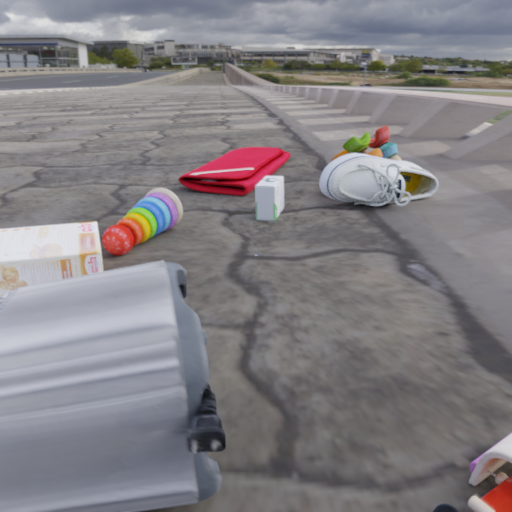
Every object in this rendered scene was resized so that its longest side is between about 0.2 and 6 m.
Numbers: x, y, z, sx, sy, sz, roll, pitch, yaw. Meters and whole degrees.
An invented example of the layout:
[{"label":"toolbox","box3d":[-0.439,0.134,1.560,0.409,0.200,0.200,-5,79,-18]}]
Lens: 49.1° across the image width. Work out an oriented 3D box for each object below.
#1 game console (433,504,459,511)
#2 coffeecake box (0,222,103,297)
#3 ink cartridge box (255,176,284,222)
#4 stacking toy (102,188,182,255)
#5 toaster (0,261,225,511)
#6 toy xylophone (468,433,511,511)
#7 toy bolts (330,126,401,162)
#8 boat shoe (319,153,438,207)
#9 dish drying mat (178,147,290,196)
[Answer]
[{"label":"game console","box3d":[0.949,1.960,2.754,0.950,0.659,1.114,-10,22,-27]},{"label":"coffeecake box","box3d":[-3.055,0.092,7.678,1.815,0.663,1.393,-6,21,-16]},{"label":"ink cartridge box","box3d":[0.272,-1.131,10.911,0.396,0.688,0.943,3,20,13]},{"label":"stacking toy","box3d":[-1.930,-0.522,9.378,0.760,0.760,1.781,7,27,17]},{"label":"toaster","box3d":[-1.201,0.982,4.219,1.642,1.444,2.542,-8,18,-10]},{"label":"toy xylophone","box3d":[2.263,1.730,3.498,1.549,0.531,2.116,-16,26,-22]},{"label":"toy bolts","box3d":[2.964,-2.470,14.586,1.662,1.153,1.588,-26,-9,-31]},{"label":"boat shoe","box3d":[2.684,-1.440,11.500,2.796,1.033,1.192,-1,22,-32]},{"label":"dish drying mat","box3d":[-0.383,-2.317,14.412,1.715,0.406,4.466,6,21,14]}]
